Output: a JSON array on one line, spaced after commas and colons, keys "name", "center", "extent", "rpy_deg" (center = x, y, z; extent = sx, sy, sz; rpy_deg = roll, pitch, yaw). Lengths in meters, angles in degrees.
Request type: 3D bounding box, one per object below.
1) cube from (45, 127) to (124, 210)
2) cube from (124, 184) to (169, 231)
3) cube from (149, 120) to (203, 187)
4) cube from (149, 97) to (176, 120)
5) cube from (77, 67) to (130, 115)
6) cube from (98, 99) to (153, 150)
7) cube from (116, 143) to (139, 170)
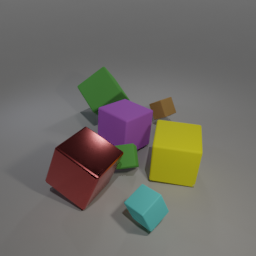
[{"name": "cube", "center": [-1.218, 1.090, 7.869], "extent": [1.400, 1.400, 1.400], "rpy_deg": [34, 36, 11]}, {"name": "cube", "center": [0.466, 1.976, 6.992], "extent": [0.700, 0.700, 0.700], "rpy_deg": [-42, 37, -23]}, {"name": "cube", "center": [1.475, 0.760, 8.711], "extent": [1.400, 1.400, 1.400], "rpy_deg": [8, 36, 8]}, {"name": "cube", "center": [1.441, -0.814, 11.615], "extent": [0.700, 0.700, 0.700], "rpy_deg": [-22, 5, -38]}, {"name": "cube", "center": [-0.990, -1.426, 11.781], "extent": [1.400, 1.400, 1.400], "rpy_deg": [-36, 72, 6]}, {"name": "cube", "center": [-0.121, -0.057, 10.109], "extent": [1.400, 1.400, 1.400], "rpy_deg": [26, 34, 35]}, {"name": "cube", "center": [-0.082, 0.911, 8.837], "extent": [0.700, 0.700, 0.700], "rpy_deg": [-8, -11, 8]}]
